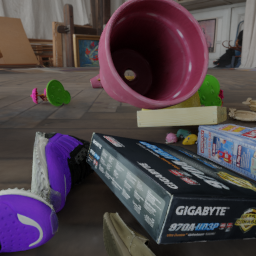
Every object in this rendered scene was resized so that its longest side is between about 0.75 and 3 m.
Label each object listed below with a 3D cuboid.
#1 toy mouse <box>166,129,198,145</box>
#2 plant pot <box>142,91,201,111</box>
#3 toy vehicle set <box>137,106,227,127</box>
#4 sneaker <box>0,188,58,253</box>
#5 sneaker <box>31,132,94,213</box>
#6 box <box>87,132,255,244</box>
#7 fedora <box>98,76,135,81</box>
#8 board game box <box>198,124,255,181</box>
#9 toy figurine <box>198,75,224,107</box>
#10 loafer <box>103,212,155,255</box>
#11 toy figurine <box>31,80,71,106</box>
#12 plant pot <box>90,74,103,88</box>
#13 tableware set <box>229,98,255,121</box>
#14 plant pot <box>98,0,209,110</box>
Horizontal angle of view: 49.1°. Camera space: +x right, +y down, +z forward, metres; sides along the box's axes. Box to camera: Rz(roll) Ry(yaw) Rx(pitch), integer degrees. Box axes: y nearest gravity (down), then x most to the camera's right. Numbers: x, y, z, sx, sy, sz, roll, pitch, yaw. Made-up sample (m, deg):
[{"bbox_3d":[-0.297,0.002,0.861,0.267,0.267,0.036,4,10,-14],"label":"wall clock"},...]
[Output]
[{"bbox_3d":[1.300,0.191,7.084,1.121,0.217,0.997,-7,16,-25],"label":"toy mouse"},{"bbox_3d":[1.585,-1.304,10.141,2.170,1.540,2.170,0,15,0],"label":"plant pot"},{"bbox_3d":[1.549,-0.311,7.269,1.754,0.374,2.823,-2,3,23],"label":"toy vehicle set"},{"bbox_3d":[-1.721,1.145,2.771,1.972,0.686,0.981,-3,18,7],"label":"sneaker"},{"bbox_3d":[-0.954,0.566,4.584,1.135,0.793,2.281,4,16,-17],"label":"sneaker"},{"bbox_3d":[0.627,0.690,3.830,1.786,0.517,2.247,10,9,-27],"label":"box"},{"bbox_3d":[-0.508,-2.201,14.682,2.329,0.950,2.329,-3,8,0],"label":"fedora"},{"bbox_3d":[2.647,0.365,5.499,2.241,0.691,2.239,-13,20,-40],"label":"board game box"},{"bbox_3d":[3.372,-1.194,10.961,1.163,1.550,1.426,-38,-29,28],"label":"toy figurine"},{"bbox_3d":[0.023,1.242,2.874,0.352,0.396,1.043,-6,26,-24],"label":"loafer"},{"bbox_3d":[-3.432,-1.388,11.993,1.347,1.099,1.464,-2,-10,29],"label":"toy figurine"},{"bbox_3d":[-1.940,-2.887,17.641,0.793,0.886,0.886,-17,17,-4],"label":"plant pot"},{"bbox_3d":[4.753,-0.496,9.097,2.741,0.318,2.290,14,24,33],"label":"tableware set"},{"bbox_3d":[0.336,-1.615,7.177,2.555,2.555,2.287,-6,-3,-21],"label":"plant pot"}]
